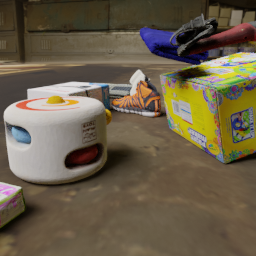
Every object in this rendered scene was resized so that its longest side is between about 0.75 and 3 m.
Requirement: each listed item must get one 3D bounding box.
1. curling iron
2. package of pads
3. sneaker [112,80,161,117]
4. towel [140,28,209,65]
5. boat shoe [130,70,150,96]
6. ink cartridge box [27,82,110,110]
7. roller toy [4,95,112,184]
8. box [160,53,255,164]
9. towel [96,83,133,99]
[{"bbox_3d":[1.957,-1.581,4.478,2.777,0.355,0.688,-14,-11,-18],"label":"curling iron"},{"bbox_3d":[-2.140,1.152,3.783,0.959,0.423,1.241,6,18,25],"label":"package of pads"},{"bbox_3d":[0.311,-1.171,10.322,2.173,1.217,0.843,11,20,34],"label":"sneaker"},{"bbox_3d":[1.012,-1.958,6.674,1.347,0.452,1.824,5,27,-8],"label":"towel"},{"bbox_3d":[0.695,-2.060,13.922,0.903,1.106,2.995,35,16,-16],"label":"boat shoe"},{"bbox_3d":[-2.017,-0.980,9.984,1.782,1.038,2.465,8,18,26],"label":"ink cartridge box"},{"bbox_3d":[-1.360,0.083,5.570,2.103,1.469,1.918,-1,16,-3],"label":"roller toy"},{"bbox_3d":[2.677,-0.757,7.082,2.690,1.704,2.793,-17,20,-11],"label":"box"},{"bbox_3d":[-1.062,-1.874,14.406,2.656,0.459,2.558,5,20,10],"label":"towel"}]
